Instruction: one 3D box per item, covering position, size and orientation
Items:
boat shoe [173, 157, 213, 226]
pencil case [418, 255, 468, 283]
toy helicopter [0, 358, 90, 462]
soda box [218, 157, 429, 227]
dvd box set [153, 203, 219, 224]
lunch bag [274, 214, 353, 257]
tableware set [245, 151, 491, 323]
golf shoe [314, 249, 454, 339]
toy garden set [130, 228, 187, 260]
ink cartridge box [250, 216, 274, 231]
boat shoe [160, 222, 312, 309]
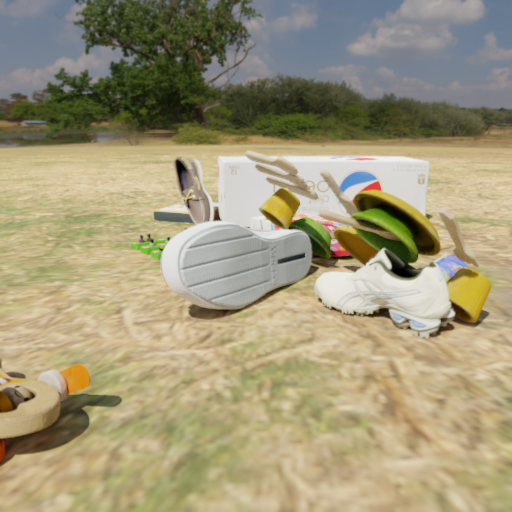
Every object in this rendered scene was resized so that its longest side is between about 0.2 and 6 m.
[{"bbox_3d":[-1.452,-1.430,12.668,0.658,1.831,0.545,-29,-25,33],"label":"boat shoe"},{"bbox_3d":[2.469,0.344,7.669,0.520,0.578,1.332,-21,-4,41],"label":"pencil case"},{"bbox_3d":[-2.102,1.094,4.700,1.077,0.642,1.629,-8,13,-36],"label":"toy helicopter"},{"bbox_3d":[1.534,-1.579,13.443,4.819,1.534,1.641,-2,14,-8],"label":"soda box"},{"bbox_3d":[-1.585,-1.111,14.194,1.304,0.262,1.782,6,15,21],"label":"dvd box set"},{"bbox_3d":[1.268,-0.453,10.678,1.661,0.681,1.463,8,16,28],"label":"lunch bag"},{"bbox_3d":[1.406,-0.171,7.915,3.909,0.600,2.633,27,-13,46],"label":"tableware set"},{"bbox_3d":[1.538,0.297,7.045,1.948,0.947,0.763,11,30,43],"label":"golf shoe"},{"bbox_3d":[-1.445,-0.235,10.573,1.310,0.314,1.571,-11,18,-36],"label":"toy garden set"},{"bbox_3d":[0.379,-0.632,12.056,0.627,0.362,0.864,-12,19,-40],"label":"ink cartridge box"},{"bbox_3d":[-0.325,0.113,7.949,0.988,1.147,3.185,0,1,33],"label":"boat shoe"}]
